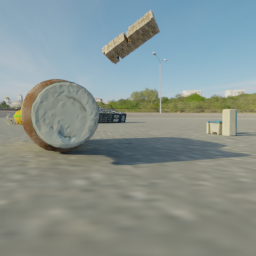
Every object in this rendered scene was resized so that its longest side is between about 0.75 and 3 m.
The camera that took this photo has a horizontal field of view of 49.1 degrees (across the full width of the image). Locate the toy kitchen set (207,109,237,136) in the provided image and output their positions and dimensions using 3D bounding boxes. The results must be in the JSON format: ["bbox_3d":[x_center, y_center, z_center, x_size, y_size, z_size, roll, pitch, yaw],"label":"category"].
[{"bbox_3d":[2.340,-0.136,6.430,0.769,0.565,0.959,-1,3,-17],"label":"toy kitchen set"}]

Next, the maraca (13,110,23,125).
[{"bbox_3d":[-4.327,-0.454,12.145,1.326,0.709,0.909,4,-1,21],"label":"maraca"}]

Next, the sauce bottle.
[{"bbox_3d":[-0.864,-0.159,3.505,0.874,0.874,2.703,-1,2,-19],"label":"sauce bottle"}]

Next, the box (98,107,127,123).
[{"bbox_3d":[-1.728,-0.814,16.875,2.146,0.583,2.678,16,12,36],"label":"box"}]

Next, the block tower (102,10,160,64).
[{"bbox_3d":[0.138,-3.869,12.217,2.710,0.732,0.783,-32,-50,24],"label":"block tower"}]

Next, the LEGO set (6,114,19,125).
[{"bbox_3d":[-5.278,-0.278,12.914,0.844,0.388,0.314,28,22,2],"label":"LEGO set"}]
